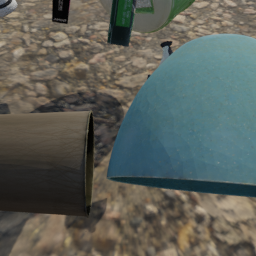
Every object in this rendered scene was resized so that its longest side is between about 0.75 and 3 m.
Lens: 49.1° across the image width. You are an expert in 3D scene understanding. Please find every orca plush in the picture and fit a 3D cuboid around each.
[{"bbox_3d":[0.865,-1.224,6.470,0.757,0.511,1.438,-6,85,34],"label":"orca plush"}]

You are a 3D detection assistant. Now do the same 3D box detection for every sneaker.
[{"bbox_3d":[-3.560,-3.260,6.544,1.989,1.143,0.747,17,60,30],"label":"sneaker"}]

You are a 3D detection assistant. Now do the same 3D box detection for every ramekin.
[{"bbox_3d":[0.410,-4.072,7.542,2.967,2.967,1.449,26,62,21],"label":"ramekin"}]

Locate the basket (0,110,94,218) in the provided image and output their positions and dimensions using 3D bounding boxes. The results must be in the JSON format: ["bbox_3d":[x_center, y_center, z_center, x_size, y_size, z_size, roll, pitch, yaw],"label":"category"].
[{"bbox_3d":[-1.722,0.498,4.263,2.327,1.583,2.098,1,5,-4],"label":"basket"}]

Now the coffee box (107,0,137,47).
[{"bbox_3d":[-0.068,-2.444,5.777,0.447,1.250,2.033,9,22,-3],"label":"coffee box"}]

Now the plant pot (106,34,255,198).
[{"bbox_3d":[1.252,-0.099,3.969,2.919,2.919,1.966,5,76,4],"label":"plant pot"}]

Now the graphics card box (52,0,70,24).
[{"bbox_3d":[-1.799,-4.048,7.665,0.509,2.000,1.255,2,64,-18],"label":"graphics card box"}]
